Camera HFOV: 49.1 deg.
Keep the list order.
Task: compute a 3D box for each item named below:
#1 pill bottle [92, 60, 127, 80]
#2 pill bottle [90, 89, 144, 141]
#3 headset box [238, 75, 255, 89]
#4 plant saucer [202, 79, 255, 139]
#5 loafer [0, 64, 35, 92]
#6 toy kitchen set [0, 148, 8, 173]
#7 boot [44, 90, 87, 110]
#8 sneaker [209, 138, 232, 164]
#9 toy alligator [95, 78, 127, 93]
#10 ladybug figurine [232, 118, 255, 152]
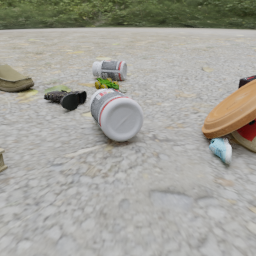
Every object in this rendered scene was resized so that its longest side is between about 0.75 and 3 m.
[{"bbox_3d":[-0.901,-2.862,13.816,1.585,0.918,0.918,7,25,15],"label":"pill bottle"},{"bbox_3d":[-0.431,-0.479,8.016,1.174,1.174,2.026,-8,21,-18],"label":"pill bottle"},{"bbox_3d":[5.562,-1.085,9.619,2.075,1.077,2.788,-17,27,-33],"label":"headset box"},{"bbox_3d":[3.024,-0.649,7.513,2.526,0.408,2.526,-39,3,2],"label":"plant saucer"},{"bbox_3d":[-5.435,-2.276,12.383,2.966,1.000,1.128,11,26,23],"label":"loafer"},{"bbox_3d":[-3.531,0.522,6.053,1.249,1.019,1.127,12,27,25],"label":"toy kitchen set"},{"bbox_3d":[-2.478,-1.080,10.358,1.480,0.589,1.700,5,17,19],"label":"boot"},{"bbox_3d":[2.224,0.562,6.790,0.478,0.431,1.166,-2,14,12],"label":"sneaker"},{"bbox_3d":[-0.700,-1.570,11.392,0.719,0.521,2.168,-20,32,-26],"label":"toy alligator"},{"bbox_3d":[3.550,0.045,7.498,1.351,0.716,1.991,-4,24,-8],"label":"ladybug figurine"}]
